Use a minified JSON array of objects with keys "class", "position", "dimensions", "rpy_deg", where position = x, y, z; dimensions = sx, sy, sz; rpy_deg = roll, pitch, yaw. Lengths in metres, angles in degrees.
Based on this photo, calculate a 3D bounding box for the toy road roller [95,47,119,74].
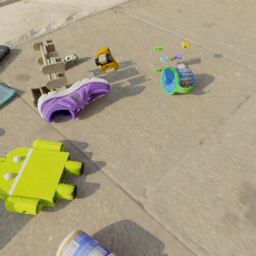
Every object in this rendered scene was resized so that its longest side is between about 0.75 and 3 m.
[{"class":"toy road roller","position":[-0.707,-2.297,9.409],"dimensions":[0.544,0.886,0.647],"rpy_deg":[-14,62,19]}]

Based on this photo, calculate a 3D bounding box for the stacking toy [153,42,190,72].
[{"class":"stacking toy","position":[1.896,-3.149,12.436],"dimensions":[1.634,1.232,0.384],"rpy_deg":[-8,47,-7]}]

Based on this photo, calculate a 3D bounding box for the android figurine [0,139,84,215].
[{"class":"android figurine","position":[-2.854,1.413,8.583],"dimensions":[2.817,0.579,2.564],"rpy_deg":[8,47,6]}]

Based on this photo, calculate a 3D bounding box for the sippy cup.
[{"class":"sippy cup","position":[2.095,-2.001,11.535],"dimensions":[1.061,1.136,1.447],"rpy_deg":[-13,82,-27]}]

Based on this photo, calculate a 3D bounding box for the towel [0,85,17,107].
[{"class":"towel","position":[-5.686,-1.093,11.183],"dimensions":[1.505,0.223,2.052],"rpy_deg":[24,51,22]}]

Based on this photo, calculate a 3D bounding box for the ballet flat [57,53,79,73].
[{"class":"ballet flat","position":[-2.886,-3.027,12.852],"dimensions":[0.479,0.452,1.420],"rpy_deg":[35,56,29]}]

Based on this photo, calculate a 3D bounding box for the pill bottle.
[{"class":"pill bottle","position":[-0.820,3.218,6.625],"dimensions":[1.619,0.907,0.907],"rpy_deg":[28,53,23]}]

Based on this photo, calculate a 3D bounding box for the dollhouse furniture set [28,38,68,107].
[{"class":"dollhouse furniture set","position":[-3.230,-2.029,10.759],"dimensions":[1.404,2.114,1.853],"rpy_deg":[-18,49,-16]}]

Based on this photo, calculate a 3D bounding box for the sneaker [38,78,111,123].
[{"class":"sneaker","position":[-1.910,-0.945,10.688],"dimensions":[2.858,1.152,1.192],"rpy_deg":[-24,66,-10]}]

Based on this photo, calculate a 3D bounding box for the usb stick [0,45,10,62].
[{"class":"usb stick","position":[-6.340,-2.993,12.832],"dimensions":[0.735,0.432,2.652],"rpy_deg":[10,47,10]}]
